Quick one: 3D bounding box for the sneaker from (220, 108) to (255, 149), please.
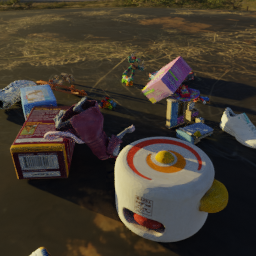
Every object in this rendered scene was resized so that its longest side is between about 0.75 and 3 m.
[{"bbox_3d":[4.374,-0.049,10.469,0.840,0.988,2.232,-15,33,-27],"label":"sneaker"}]

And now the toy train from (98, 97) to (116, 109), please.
[{"bbox_3d":[-0.990,-1.017,12.814,0.563,0.412,0.973,27,37,16],"label":"toy train"}]

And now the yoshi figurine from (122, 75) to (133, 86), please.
[{"bbox_3d":[-0.076,-2.612,15.649,0.478,0.480,0.854,-41,50,8],"label":"yoshi figurine"}]

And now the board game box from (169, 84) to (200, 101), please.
[{"bbox_3d":[2.192,-1.453,11.050,1.218,0.237,0.962,23,47,38],"label":"board game box"}]

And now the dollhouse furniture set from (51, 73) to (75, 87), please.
[{"bbox_3d":[-3.649,-2.359,15.302,1.061,0.607,1.244,15,57,25],"label":"dollhouse furniture set"}]

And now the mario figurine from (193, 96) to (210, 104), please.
[{"bbox_3d":[3.494,-1.352,13.524,0.838,0.444,0.517,7,-7,-9],"label":"mario figurine"}]

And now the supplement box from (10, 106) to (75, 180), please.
[{"bbox_3d":[-2.672,0.369,9.497,1.565,1.215,2.837,-1,30,-2],"label":"supplement box"}]

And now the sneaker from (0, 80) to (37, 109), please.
[{"bbox_3d":[-5.500,-1.424,13.042,2.780,1.045,1.127,-24,49,-30],"label":"sneaker"}]

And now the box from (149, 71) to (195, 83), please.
[{"bbox_3d":[2.522,-2.980,16.149,2.192,0.413,1.497,-20,35,-31],"label":"box"}]

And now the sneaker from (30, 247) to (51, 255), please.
[{"bbox_3d":[-1.585,3.206,5.277,0.838,0.716,1.901,-30,35,-20],"label":"sneaker"}]

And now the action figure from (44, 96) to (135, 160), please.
[{"bbox_3d":[-0.981,0.325,8.684,1.668,2.490,1.854,-11,38,38],"label":"action figure"}]

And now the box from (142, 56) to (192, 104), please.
[{"bbox_3d":[1.574,-1.941,11.433,1.590,0.768,1.398,-51,13,-27],"label":"box"}]

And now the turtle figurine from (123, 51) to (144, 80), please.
[{"bbox_3d":[0.239,-2.188,9.894,0.681,0.909,0.458,31,3,-2],"label":"turtle figurine"}]

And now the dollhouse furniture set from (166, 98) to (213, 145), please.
[{"bbox_3d":[2.620,-0.421,10.873,1.754,1.212,1.858,-19,35,-28],"label":"dollhouse furniture set"}]

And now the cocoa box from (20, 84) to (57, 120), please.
[{"bbox_3d":[-3.664,-0.861,11.597,1.281,1.260,1.920,-12,32,-19],"label":"cocoa box"}]

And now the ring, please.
[{"bbox_3d":[-3.087,-1.920,13.242,2.382,0.229,2.382,12,-2,0],"label":"ring"}]

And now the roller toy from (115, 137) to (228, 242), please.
[{"bbox_3d":[0.891,1.400,7.078,2.411,1.847,2.642,-8,31,-14],"label":"roller toy"}]
